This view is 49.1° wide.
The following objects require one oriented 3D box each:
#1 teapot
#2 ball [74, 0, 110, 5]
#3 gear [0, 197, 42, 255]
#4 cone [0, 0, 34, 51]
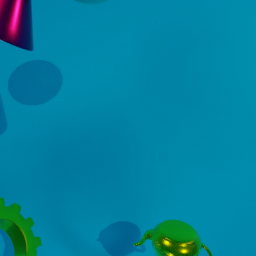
[{"bbox_3d":[0.824,2.184,5.208,1.486,0.924,0.728,11,108,13],"label":"teapot"},{"bbox_3d":[-0.584,-2.636,4.267,1.387,1.387,1.387,0,77,0],"label":"ball"},{"bbox_3d":[-2.278,2.140,5.023,0.327,1.770,1.770,-30,78,13],"label":"gear"},{"bbox_3d":[-1.665,-1.961,3.928,1.253,1.253,1.258,32,101,7],"label":"cone"}]
